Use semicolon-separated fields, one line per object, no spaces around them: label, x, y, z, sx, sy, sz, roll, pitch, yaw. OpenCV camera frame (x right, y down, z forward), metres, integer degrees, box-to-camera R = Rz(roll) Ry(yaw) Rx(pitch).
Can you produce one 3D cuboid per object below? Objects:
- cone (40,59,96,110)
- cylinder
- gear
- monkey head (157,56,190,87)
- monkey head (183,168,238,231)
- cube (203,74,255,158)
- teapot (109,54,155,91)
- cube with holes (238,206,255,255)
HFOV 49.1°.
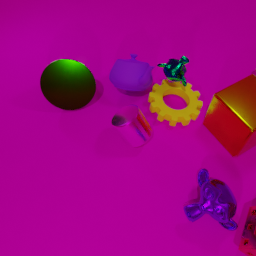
cone;-1.731;-1.579;8.460;1.540;1.540;1.546;-4;32;-3
cylinder;0.109;-0.052;7.352;0.818;0.818;0.818;-24;35;18
gear;1.385;-0.775;8.243;1.543;0.285;1.543;3;57;-4
monkey head;1.334;-1.613;7.653;1.009;0.726;0.608;35;70;-9
monkey head;1.864;1.713;6.369;1.107;0.927;1.538;-31;73;17
cube;3.043;-0.309;7.380;1.354;1.354;1.354;-27;61;-17
teapot;0.145;-1.636;8.162;1.291;1.016;2.076;-3;20;-31
cube with holes;3.114;2.268;5.690;1.020;1.020;1.020;36;60;-8
